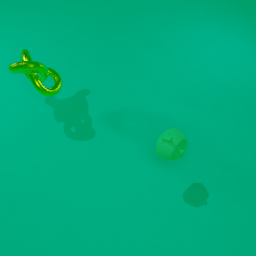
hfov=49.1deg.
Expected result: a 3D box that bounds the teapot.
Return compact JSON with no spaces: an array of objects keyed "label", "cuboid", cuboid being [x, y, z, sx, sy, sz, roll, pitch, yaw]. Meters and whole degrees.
[{"label":"teapot","cuboid":[0.948,0.370,5.881,0.559,1.141,0.710,34,83,36]}]

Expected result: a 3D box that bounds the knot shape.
[{"label":"knot shape","cuboid":[-2.378,-1.419,7.013,1.424,1.332,0.658,39,94,7]}]
